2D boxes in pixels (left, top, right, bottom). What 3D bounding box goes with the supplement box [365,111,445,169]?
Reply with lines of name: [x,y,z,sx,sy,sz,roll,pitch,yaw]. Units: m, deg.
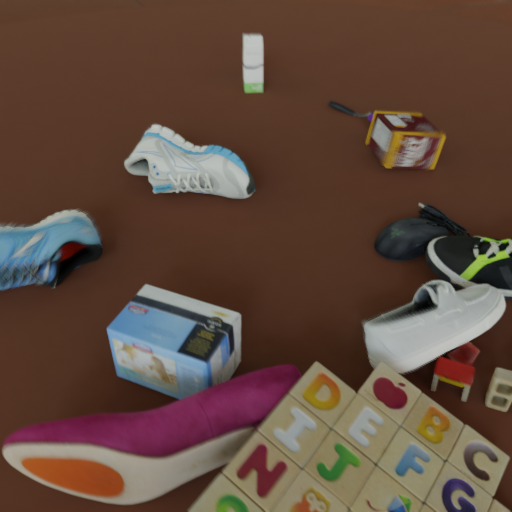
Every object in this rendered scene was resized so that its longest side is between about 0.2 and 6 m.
supplement box: [2.884,-2.255,10.915,1.051,0.707,1.065,-1,37,-15]

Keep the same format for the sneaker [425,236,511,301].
sneaker: [3.929,-0.008,7.793,2.948,1.221,1.057,14,41,17]

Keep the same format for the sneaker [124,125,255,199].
sneaker: [-1.242,-1.419,9.982,2.652,0.994,1.149,22,57,29]

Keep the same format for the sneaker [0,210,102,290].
sneaker: [-3.249,0.052,8.034,2.227,0.873,1.002,-27,49,-29]

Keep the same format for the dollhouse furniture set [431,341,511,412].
dollhouse furniture set: [2.980,1.324,6.573,1.607,0.654,0.865,16,40,19]

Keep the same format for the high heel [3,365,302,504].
high heel: [-0.915,1.720,5.873,3.044,1.026,1.463,8,39,-7]

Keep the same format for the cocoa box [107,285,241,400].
cocoa box: [-0.949,1.075,6.697,1.331,0.887,0.873,15,41,18]

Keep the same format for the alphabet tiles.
alphabet tiles: [1.044,2.450,5.014,2.692,0.102,3.235,37,49,16]

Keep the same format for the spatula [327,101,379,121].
spatula: [2.323,-3.214,12.652,1.725,0.177,0.487,27,49,32]

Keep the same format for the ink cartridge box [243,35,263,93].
ink cartridge box: [-0.073,-4.721,13.767,0.482,1.147,0.834,-1,39,-1]

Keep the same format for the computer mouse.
computer mouse: [2.582,-0.411,8.947,1.594,0.420,1.104,-21,44,-24]

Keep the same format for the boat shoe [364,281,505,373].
boat shoe: [2.254,0.721,7.096,2.174,0.745,0.783,-22,10,-18]
